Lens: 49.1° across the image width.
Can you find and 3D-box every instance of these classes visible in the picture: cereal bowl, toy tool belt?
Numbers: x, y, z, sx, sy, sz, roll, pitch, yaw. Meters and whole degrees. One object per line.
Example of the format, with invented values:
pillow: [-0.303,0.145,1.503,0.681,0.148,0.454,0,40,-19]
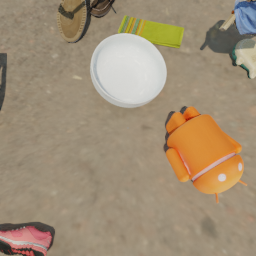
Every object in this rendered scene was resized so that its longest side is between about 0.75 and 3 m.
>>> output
cereal bowl: [-0.053,-1.590,8.280,2.227,0.927,2.227,4,74,-16]
toy tool belt: [3.202,-2.705,6.109,1.409,2.293,1.432,-36,106,-20]

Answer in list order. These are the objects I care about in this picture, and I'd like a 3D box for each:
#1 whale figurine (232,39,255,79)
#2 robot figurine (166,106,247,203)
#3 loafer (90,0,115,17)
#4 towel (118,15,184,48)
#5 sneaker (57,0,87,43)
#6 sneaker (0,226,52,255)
whale figurine: [3.818,-2.185,8.964,1.004,0.655,1.262,-24,92,-14]
robot figurine: [1.965,0.618,7.178,1.411,1.741,2.420,-41,67,26]
loafer: [-0.815,-4.753,10.015,0.664,0.646,1.819,24,68,11]
towel: [0.799,-3.335,9.627,2.181,0.197,0.939,13,67,6]
sneaker: [-1.856,-4.289,9.754,0.965,1.493,2.752,1,96,-2]
sneaker: [-2.583,2.692,6.804,1.576,0.581,0.684,9,35,12]
